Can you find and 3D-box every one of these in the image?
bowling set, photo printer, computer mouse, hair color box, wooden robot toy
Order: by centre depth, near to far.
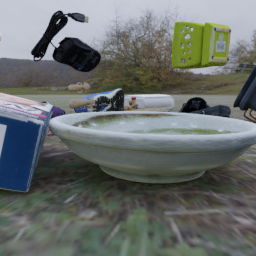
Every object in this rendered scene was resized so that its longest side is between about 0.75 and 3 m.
[{"bbox_3d":[-1.945,-0.030,4.173,1.420,0.859,2.840,13,4,-15],"label":"hair color box"},{"bbox_3d":[-1.425,-0.629,9.078,0.824,1.535,1.069,-5,-21,-1],"label":"bowling set"},{"bbox_3d":[-1.869,-3.058,9.791,2.902,2.038,0.668,1,46,-53],"label":"computer mouse"},{"bbox_3d":[0.038,-1.002,12.825,0.774,0.751,1.705,-11,8,-2],"label":"wooden robot toy"},{"bbox_3d":[1.176,-1.358,14.714,2.236,0.776,1.860,-6,10,-33],"label":"photo printer"}]

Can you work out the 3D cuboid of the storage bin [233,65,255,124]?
[{"bbox_3d":[4.694,-0.851,8.423,1.873,2.030,2.789,38,28,29],"label":"storage bin"}]

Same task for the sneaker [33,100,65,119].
[{"bbox_3d":[-2.872,-0.482,9.702,0.854,0.739,1.951,18,-5,-40],"label":"sneaker"}]

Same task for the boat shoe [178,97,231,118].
[{"bbox_3d":[1.654,-0.266,6.610,1.039,0.922,2.780,0,8,-1],"label":"boat shoe"}]

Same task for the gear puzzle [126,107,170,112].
[{"bbox_3d":[0.489,-0.516,10.851,2.242,0.294,1.161,-8,13,-27],"label":"gear puzzle"}]

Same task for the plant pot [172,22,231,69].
[{"bbox_3d":[2.442,-2.670,9.120,1.500,1.493,1.362,-11,18,-41],"label":"plant pot"}]

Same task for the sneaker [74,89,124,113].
[{"bbox_3d":[-1.055,-0.985,10.969,1.290,1.136,2.893,7,11,25],"label":"sneaker"}]

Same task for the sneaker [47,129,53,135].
[{"bbox_3d":[-1.790,-0.004,6.895,0.896,0.337,0.468,-7,7,-11],"label":"sneaker"}]

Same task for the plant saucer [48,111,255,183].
[{"bbox_3d":[0.348,0.210,3.953,2.820,0.708,2.820,1,8,0],"label":"plant saucer"}]
